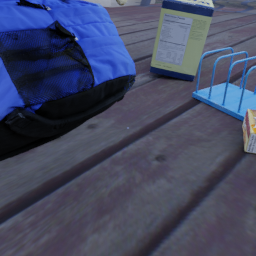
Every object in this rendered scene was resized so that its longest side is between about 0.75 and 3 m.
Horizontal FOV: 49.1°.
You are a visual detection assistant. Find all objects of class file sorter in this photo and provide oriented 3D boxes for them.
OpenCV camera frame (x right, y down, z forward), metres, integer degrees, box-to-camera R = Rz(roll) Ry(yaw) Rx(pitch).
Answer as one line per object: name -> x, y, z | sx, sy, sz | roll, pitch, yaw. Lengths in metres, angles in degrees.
file sorter -> 3.471, -1.369, 8.432 | 1.686, 1.491, 2.430 | -19, 35, -28

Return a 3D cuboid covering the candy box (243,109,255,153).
candy box -> 3.913, 0.194, 6.610 | 2.160, 0.597, 1.247 | 9, 31, 15

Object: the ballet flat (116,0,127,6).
ballet flat -> -0.100, -5.349, 9.469 | 0.655, 2.306, 0.766 | 8, 4, 33

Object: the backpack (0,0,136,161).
backpack -> -1.201, -0.891, 3.837 | 2.047, 2.114, 2.519 | -20, 3, 45

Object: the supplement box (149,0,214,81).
supplement box -> 2.088, -3.648, 10.981 | 1.761, 2.620, 2.623 | 13, 33, 6
